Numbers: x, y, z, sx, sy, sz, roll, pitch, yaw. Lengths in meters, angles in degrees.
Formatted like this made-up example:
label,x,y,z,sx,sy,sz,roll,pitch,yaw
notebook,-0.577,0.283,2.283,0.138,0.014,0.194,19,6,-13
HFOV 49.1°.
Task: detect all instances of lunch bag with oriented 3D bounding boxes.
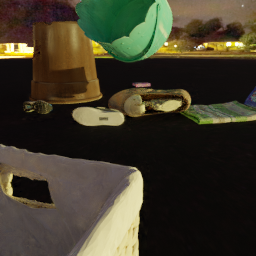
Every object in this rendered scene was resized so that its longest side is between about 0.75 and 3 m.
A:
label,x,y,z,sx,sy,sz,roll,pitch,yaw
lunch bag,4.202,-0.771,8.352,1.119,0.699,1.486,27,30,26

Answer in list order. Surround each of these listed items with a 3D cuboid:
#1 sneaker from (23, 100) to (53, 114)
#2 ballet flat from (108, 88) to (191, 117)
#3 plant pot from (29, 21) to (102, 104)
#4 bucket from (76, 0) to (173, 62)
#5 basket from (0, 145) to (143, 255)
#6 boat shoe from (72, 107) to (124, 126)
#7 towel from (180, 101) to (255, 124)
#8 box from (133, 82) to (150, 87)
label,x,y,z,sx,sy,sz,roll,pitch,yaw
sneaker,-2.862,-0.724,9.069,1.054,0.413,0.474,8,15,23
ballet flat,0.638,-0.744,8.286,2.512,0.855,0.845,-7,26,3
plant pot,-2.570,-2.668,11.215,2.935,2.906,2.935,-1,17,0
bucket,-0.030,-3.141,7.796,2.493,2.493,1.622,10,-4,31
basket,-0.958,1.017,1.479,1.747,1.418,1.763,6,18,19
boat shoe,-0.801,-0.354,7.680,1.389,0.498,0.471,2,17,-1
towel,2.759,-0.499,8.456,2.063,0.317,1.539,-4,17,-13
box,0.703,-2.274,14.639,0.792,0.155,0.542,-5,18,-18
